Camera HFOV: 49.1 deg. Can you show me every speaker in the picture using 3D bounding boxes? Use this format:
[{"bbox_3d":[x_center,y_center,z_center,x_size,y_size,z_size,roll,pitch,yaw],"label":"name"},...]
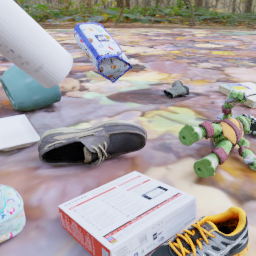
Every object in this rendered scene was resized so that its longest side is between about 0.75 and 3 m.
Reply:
[{"bbox_3d":[-2.427,-1.982,6.035,1.069,2.633,1.069,-19,53,27],"label":"speaker"}]

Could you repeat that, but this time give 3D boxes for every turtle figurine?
[{"bbox_3d":[2.634,0.085,6.607,2.460,1.826,2.538,-22,28,-31],"label":"turtle figurine"}]

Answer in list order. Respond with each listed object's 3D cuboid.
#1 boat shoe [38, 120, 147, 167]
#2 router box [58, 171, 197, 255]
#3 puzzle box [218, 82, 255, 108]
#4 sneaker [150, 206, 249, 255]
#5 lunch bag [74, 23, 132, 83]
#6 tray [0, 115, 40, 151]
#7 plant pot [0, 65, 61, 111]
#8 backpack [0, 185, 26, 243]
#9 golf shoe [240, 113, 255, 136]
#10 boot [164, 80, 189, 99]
[{"bbox_3d":[-0.860,0.519,6.860,2.729,1.016,1.000,-8,33,4],"label":"boat shoe"},{"bbox_3d":[-0.012,1.457,4.858,1.814,0.443,1.628,-18,20,-35],"label":"router box"},{"bbox_3d":[5.198,-1.432,11.802,1.653,0.316,2.485,-6,25,-12],"label":"puzzle box"},{"bbox_3d":[1.046,1.738,4.199,1.923,0.743,0.753,-16,30,-26],"label":"sneaker"},{"bbox_3d":[-0.667,-1.993,7.272,1.228,0.894,1.444,55,16,17],"label":"lunch bag"},{"bbox_3d":[-3.460,0.142,8.377,1.186,0.245,2.208,-14,28,-27],"label":"tray"},{"bbox_3d":[-3.638,-1.533,10.259,1.573,1.960,1.960,-30,35,-25],"label":"plant pot"},{"bbox_3d":[-2.410,1.455,4.703,1.243,0.936,1.104,-12,27,-37],"label":"backpack"},{"bbox_3d":[3.954,-0.126,8.712,0.563,0.493,1.278,6,24,-3],"label":"golf shoe"},{"bbox_3d":[1.980,-1.709,12.290,0.944,0.489,1.445,-12,25,-12],"label":"boot"}]
